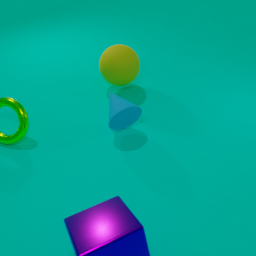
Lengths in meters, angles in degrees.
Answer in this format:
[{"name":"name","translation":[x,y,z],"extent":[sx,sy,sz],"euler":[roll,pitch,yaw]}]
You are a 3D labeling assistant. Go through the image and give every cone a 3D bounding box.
[{"name":"cone","translation":[-0.308,-0.671,8.277],"extent":[1.070,1.070,1.074],"euler":[-20,62,-20]}]

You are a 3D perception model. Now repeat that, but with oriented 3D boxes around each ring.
[{"name":"ring","translation":[-3.460,-0.201,8.007],"extent":[1.360,1.360,0.272],"euler":[11,11,11]}]

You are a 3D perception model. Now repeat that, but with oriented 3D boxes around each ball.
[{"name":"ball","translation":[-0.287,-2.138,9.601],"extent":[1.390,1.390,1.390],"euler":[0,43,0]}]

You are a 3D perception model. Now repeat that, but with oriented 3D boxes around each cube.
[{"name":"cube","translation":[-0.356,2.138,5.027],"extent":[1.142,1.142,1.142],"euler":[-19,21,-18]}]
